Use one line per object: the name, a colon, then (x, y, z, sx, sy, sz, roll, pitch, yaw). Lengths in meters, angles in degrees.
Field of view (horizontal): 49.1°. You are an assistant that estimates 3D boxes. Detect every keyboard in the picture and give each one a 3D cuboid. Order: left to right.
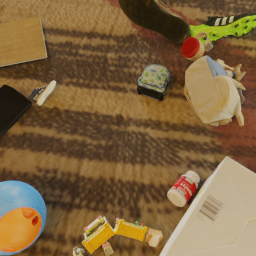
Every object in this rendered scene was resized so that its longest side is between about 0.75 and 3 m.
keyboard: (-4.549, -0.180, 8.832, 1.513, 0.576, 2.907, 41, 65, -5)

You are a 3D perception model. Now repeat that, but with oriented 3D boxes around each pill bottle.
pill bottle: (1.545, 1.628, 7.633, 0.539, 0.539, 0.960, 36, 56, 18)

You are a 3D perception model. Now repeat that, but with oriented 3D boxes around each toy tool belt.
toy tool belt: (2.768, -1.449, 8.951, 1.780, 1.808, 2.896, 10, 57, -39)

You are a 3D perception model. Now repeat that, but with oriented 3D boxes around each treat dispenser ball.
treat dispenser ball: (-2.846, 2.135, 6.732, 1.704, 1.704, 1.704, 0, 61, 0)

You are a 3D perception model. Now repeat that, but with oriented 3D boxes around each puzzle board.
puzzle board: (-4.568, -3.124, 10.473, 2.831, 0.246, 2.134, -14, 63, -7)

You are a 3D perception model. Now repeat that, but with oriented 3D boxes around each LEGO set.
LEGO set: (-0.325, 2.682, 7.146, 2.269, 0.844, 1.044, -15, 97, -13)

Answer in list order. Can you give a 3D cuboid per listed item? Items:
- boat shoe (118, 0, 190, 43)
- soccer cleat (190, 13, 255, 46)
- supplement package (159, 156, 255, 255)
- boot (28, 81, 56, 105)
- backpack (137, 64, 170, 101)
boat shoe: (0.969, -4.140, 10.332, 2.891, 1.094, 1.068, 33, 29, -9)
soccer cleat: (3.600, -3.871, 10.522, 2.729, 0.921, 1.106, -19, 58, -8)
supplement package: (2.386, 2.551, 6.586, 2.183, 1.554, 2.803, 33, 66, 16)
boot: (-2.857, -1.266, 9.337, 0.459, 0.370, 1.016, 30, 65, 1)
backpack: (0.889, -1.628, 9.326, 1.000, 0.803, 1.093, 18, 59, 6)
